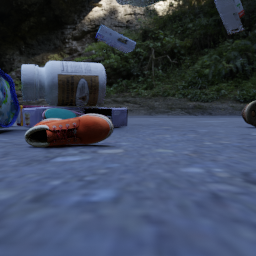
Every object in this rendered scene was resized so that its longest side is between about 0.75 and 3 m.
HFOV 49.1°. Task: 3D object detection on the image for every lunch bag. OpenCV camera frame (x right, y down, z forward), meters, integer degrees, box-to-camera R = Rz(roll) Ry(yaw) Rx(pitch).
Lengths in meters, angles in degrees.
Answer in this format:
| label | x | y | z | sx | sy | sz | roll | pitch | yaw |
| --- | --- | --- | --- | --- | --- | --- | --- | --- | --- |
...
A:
| label | x | y | z | sx | sy | sz | roll | pitch | yaw |
| --- | --- | --- | --- | --- | --- | --- | --- | --- | --- |
| lunch bag | -3.714 | -0.604 | 6.404 | 2.014 | 1.509 | 2.368 | 1 | -5 | -10 |

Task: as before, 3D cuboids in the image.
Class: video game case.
| label | x | y | z | sx | sy | sz | roll | pitch | yaw |
| --- | --- | --- | --- | --- | --- | --- | --- | --- | --- |
| video game case | -0.513 | -3.444 | 10.985 | 1.449 | 0.363 | 1.599 | 23 | 6 | -14 |

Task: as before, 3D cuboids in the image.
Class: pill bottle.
| label | x | y | z | sx | sy | sz | roll | pitch | yaw |
| --- | --- | --- | --- | --- | --- | --- | --- | --- | --- |
| pill bottle | -1.697 | -1.164 | 7.422 | 2.066 | 1.181 | 1.181 | -1 | 3 | -18 |

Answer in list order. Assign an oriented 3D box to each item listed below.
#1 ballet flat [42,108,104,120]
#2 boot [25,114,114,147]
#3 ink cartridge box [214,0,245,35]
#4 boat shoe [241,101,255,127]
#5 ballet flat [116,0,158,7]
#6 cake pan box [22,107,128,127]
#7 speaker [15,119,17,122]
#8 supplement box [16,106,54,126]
| label | x | y | z | sx | sy | sz | roll | pitch | yaw |
| --- | --- | --- | --- | --- | --- | --- | --- | --- | --- |
| ballet flat | -1.174 | -0.103 | 6.288 | 1.534 | 0.530 | 0.546 | 4 | -18 | -29 |
| boot | -0.747 | 0.068 | 3.566 | 1.087 | 0.408 | 0.583 | -5 | 8 | 11 |
| ink cartridge box | 3.521 | -3.913 | 9.510 | 0.332 | 1.320 | 0.719 | -40 | 22 | -21 |
| boat shoe | 4.951 | -0.536 | 8.465 | 2.948 | 1.061 | 0.996 | -2 | 5 | 4 |
| ballet flat | 0.156 | -3.784 | 7.935 | 0.604 | 0.604 | 1.738 | -2 | 18 | -40 |
| cake pan box | -1.596 | -0.329 | 8.608 | 2.523 | 0.660 | 2.323 | 3 | 6 | 44 |
| speaker | -4.268 | -0.394 | 8.821 | 0.759 | 0.759 | 1.870 | 0 | 2 | 6 |
| supplement box | -3.301 | -0.441 | 10.090 | 1.277 | 0.705 | 0.547 | -3 | 4 | -37 |
